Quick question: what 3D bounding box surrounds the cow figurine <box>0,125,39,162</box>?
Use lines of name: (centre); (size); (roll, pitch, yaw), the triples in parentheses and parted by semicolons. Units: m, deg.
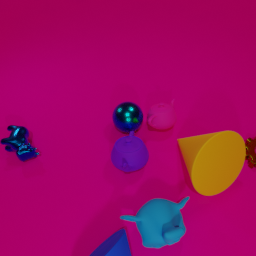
cow figurine: (-2.908, 0.390, 7.715); (1.079, 0.602, 1.097); (1, 50, 7)

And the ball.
ball: (-0.006, -0.319, 8.147); (0.912, 0.912, 0.912); (0, 47, 0)

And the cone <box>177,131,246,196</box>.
cone: (1.792, 0.595, 7.280); (1.668, 1.668, 1.674); (-23, 28, -20)

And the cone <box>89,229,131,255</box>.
cone: (-0.134, 2.874, 5.390); (1.256, 1.256, 1.261); (-38, 84, -30)

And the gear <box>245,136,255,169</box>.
gear: (3.748, 0.724, 7.642); (1.204, 0.223, 1.204); (0, 47, 0)

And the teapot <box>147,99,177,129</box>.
teapot: (1.014, -0.423, 8.210); (0.886, 0.698, 1.426); (18, 36, 33)

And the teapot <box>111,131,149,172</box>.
teapot: (0.030, 0.633, 7.240); (1.011, 0.796, 1.626); (1, 35, 8)

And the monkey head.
monkey head: (0.717, 1.940, 5.879); (1.639, 1.179, 0.988); (-12, 67, -14)
